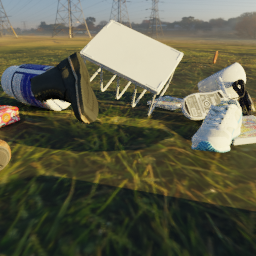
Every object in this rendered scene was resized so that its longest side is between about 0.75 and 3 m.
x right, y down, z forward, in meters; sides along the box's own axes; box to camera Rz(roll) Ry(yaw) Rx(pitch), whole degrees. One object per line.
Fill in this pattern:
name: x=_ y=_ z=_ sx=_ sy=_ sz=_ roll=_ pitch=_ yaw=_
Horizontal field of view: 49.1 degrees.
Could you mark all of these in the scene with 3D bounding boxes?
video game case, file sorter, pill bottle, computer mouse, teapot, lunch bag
video game case: x=1.686 y=-1.038 z=11.460 sx=1.242 sy=0.156 sz=1.364 roll=18 pitch=27 yaw=40
file sorter: x=0.084 y=-1.964 z=9.579 sx=2.754 sy=1.715 sz=1.911 roll=28 pitch=61 yaw=10
video game case: x=3.510 y=0.022 z=8.463 sx=1.797 sy=0.206 sz=1.635 roll=-5 pitch=22 yaw=-13
pill bottle: x=-3.595 y=-1.681 z=11.052 sx=2.818 sy=1.631 sz=1.631 roll=14 pitch=24 yaw=32
computer mouse: x=3.017 y=-0.838 z=9.734 sx=2.672 sy=1.465 sz=0.586 roll=-11 pitch=-16 yaw=-11
teapot: x=3.868 y=-1.560 z=11.154 sx=2.002 sy=1.462 sz=1.976 roll=-29 pitch=2 yaw=-21
lunch bag: x=-4.385 y=-0.372 z=9.192 sx=1.160 sy=0.539 sz=1.316 roll=8 pitch=21 yaw=34

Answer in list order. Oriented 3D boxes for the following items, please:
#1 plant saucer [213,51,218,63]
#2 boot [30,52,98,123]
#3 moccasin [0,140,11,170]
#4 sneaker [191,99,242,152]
plant saucer: x=7.319 y=-5.939 z=23.506 sx=0.164 sy=1.018 sz=1.018 roll=19 pitch=26 yaw=21
boot: x=-1.477 y=-0.674 z=6.161 sx=1.380 sy=0.773 sz=1.995 roll=-24 pitch=46 yaw=7
moccasin: x=-3.914 y=0.670 z=5.787 sx=2.805 sy=1.026 sz=1.083 roll=-13 pitch=31 yaw=-9
sneaker: x=2.233 y=-0.079 z=7.033 sx=0.947 sy=1.000 sz=2.476 roll=6 pitch=19 yaw=30
